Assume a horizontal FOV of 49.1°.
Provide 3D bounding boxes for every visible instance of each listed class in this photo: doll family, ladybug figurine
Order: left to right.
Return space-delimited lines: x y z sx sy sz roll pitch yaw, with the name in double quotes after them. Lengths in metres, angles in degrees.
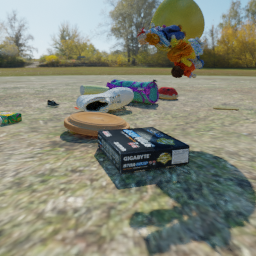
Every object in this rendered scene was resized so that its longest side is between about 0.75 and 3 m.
2.446 -2.191 17.428 1.241 0.658 1.828 -6 14 -23 "ladybug figurine"
1.101 -2.167 7.094 1.284 0.932 2.069 -29 68 -35 "doll family"

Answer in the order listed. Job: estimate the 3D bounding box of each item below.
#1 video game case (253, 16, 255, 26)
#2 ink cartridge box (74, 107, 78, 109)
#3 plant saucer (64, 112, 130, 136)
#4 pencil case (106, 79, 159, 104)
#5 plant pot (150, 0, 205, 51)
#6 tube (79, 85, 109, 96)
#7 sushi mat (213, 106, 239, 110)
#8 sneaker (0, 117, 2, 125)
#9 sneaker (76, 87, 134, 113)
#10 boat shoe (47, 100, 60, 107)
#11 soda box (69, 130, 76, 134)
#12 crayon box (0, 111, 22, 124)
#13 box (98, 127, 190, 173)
4.100 -2.959 8.598 0.104 0.906 0.824 -27 0 25 "video game case"
-2.178 -1.089 13.784 0.848 0.242 0.689 -1 13 -23 "ink cartridge box"
-0.995 -0.185 9.123 2.138 0.345 2.138 6 15 -2 "plant saucer"
0.275 -2.099 15.717 2.952 1.256 1.364 10 -7 37 "pencil case"
1.483 -3.384 9.607 1.854 1.854 1.316 14 51 45 "plant pot"
-1.947 -2.591 19.324 2.795 0.811 0.726 -7 -25 -38 "tube"
4.720 -0.960 13.486 1.189 0.072 0.569 5 14 22 "sushi mat"
-4.627 -0.032 8.688 0.608 0.576 1.506 25 31 36 "sneaker"
-0.805 -1.129 12.480 2.746 1.012 1.587 -15 19 -17 "sneaker"
-3.804 -1.244 14.210 0.919 0.311 0.330 13 17 40 "boat shoe"
-1.432 -0.050 9.068 0.960 0.325 0.307 -9 16 -35 "soda box"
-4.639 -0.408 10.615 1.056 0.308 0.627 7 15 27 "crayon box"
0.269 0.436 6.684 1.599 0.463 2.011 -4 14 -18 "box"
